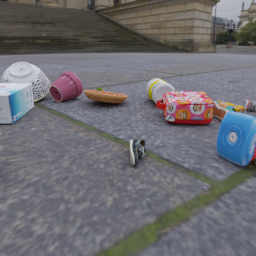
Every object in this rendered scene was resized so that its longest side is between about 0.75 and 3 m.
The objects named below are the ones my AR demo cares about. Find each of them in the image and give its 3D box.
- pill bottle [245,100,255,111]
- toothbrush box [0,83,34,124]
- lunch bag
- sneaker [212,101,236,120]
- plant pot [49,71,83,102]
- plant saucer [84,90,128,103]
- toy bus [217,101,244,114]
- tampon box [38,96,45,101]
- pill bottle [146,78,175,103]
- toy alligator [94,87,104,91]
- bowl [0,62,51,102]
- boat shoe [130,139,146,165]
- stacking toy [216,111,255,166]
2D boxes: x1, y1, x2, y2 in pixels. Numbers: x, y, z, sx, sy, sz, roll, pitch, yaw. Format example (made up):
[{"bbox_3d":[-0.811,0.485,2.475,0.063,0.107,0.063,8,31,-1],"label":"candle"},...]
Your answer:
[{"bbox_3d":[5.744,-0.982,12.615,0.819,0.474,0.474,8,20,19],"label":"pill bottle"},{"bbox_3d":[-5.453,-1.120,11.913,2.048,1.193,2.797,0,18,0],"label":"toothbrush box"},{"bbox_3d":[2.261,-0.918,11.587,2.160,1.005,2.453,1,19,4],"label":"lunch bag"},{"bbox_3d":[3.975,-0.696,11.692,0.696,0.622,1.742,2,23,-12],"label":"sneaker"},{"bbox_3d":[-3.292,-2.032,14.508,1.443,1.443,1.291,13,39,34],"label":"plant pot"},{"bbox_3d":[-1.117,-1.557,13.917,2.171,0.406,2.171,7,11,-1],"label":"plant saucer"},{"bbox_3d":[4.344,-0.818,12.173,0.553,0.460,1.412,-13,23,-30],"label":"toy bus"},{"bbox_3d":[-5.420,-2.109,14.898,1.777,1.122,1.331,-3,19,-9],"label":"tampon box"},{"bbox_3d":[1.553,-1.862,14.138,1.137,1.137,2.082,-3,19,-8],"label":"pill bottle"},{"bbox_3d":[-1.611,-2.022,15.728,0.572,0.415,1.726,-4,19,-9],"label":"toy alligator"},{"bbox_3d":[-5.369,-2.552,14.303,2.600,1.220,2.600,3,49,-4],"label":"bowl"},{"bbox_3d":[0.278,0.633,7.888,0.455,0.483,1.346,-3,17,5],"label":"boat shoe"},{"bbox_3d":[3.842,0.383,7.966,2.333,1.354,1.280,7,11,-24],"label":"stacking toy"}]
